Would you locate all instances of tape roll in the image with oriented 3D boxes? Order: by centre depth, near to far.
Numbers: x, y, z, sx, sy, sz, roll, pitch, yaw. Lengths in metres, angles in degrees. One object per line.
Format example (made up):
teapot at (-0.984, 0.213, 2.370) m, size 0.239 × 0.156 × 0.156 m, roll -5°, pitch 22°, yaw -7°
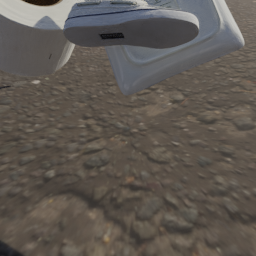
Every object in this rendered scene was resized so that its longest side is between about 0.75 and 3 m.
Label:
tape roll at (-2.421, -2.853, 6.784) m, size 2.696 × 1.851 × 2.696 m, roll 11°, pitch 63°, yaw -23°

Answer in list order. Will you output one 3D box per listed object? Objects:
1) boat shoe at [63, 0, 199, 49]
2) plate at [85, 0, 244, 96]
boat shoe at (0.034, -1.762, 4.537) m, size 2.188 × 0.787 × 0.719 m, roll 2°, pitch 73°, yaw 18°
plate at (0.623, -2.340, 5.594) m, size 2.646 × 2.651 × 0.429 m, roll -22°, pitch -6°, yaw 5°
